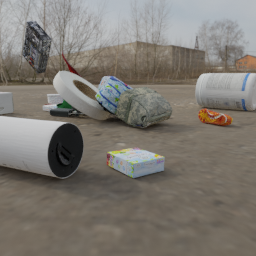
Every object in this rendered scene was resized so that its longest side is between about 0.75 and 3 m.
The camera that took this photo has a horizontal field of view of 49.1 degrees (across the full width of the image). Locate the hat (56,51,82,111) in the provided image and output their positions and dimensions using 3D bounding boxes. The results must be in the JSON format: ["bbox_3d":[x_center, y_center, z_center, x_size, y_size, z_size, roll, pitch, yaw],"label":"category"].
[{"bbox_3d":[-1.944,-2.016,11.960,2.748,2.419,2.276,8,12,7],"label":"hat"}]

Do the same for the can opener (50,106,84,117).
[{"bbox_3d":[-2.276,-0.680,10.808,1.697,0.564,0.447,0,11,28],"label":"can opener"}]

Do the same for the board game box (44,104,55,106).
[{"bbox_3d":[-3.473,-1.120,14.106,1.412,0.137,0.727,7,14,34],"label":"board game box"}]

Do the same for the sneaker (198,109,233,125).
[{"bbox_3d":[2.839,-0.309,9.246,0.507,0.480,1.314,12,10,-32],"label":"sneaker"}]

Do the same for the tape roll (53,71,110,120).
[{"bbox_3d":[-1.588,-1.200,10.130,2.347,0.429,2.347,36,18,-13],"label":"tape roll"}]

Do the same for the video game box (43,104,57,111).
[{"bbox_3d":[-3.113,-0.897,12.597,0.955,0.245,1.048,9,14,38],"label":"video game box"}]

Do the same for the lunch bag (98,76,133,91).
[{"bbox_3d":[-0.268,-1.479,12.405,2.027,0.956,2.530,28,4,-17],"label":"lunch bag"}]

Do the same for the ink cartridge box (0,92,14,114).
[{"bbox_3d":[-6.066,-1.033,11.549,2.116,0.895,1.529,5,11,21],"label":"ink cartridge box"}]

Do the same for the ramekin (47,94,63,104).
[{"bbox_3d":[-3.675,-1.497,14.466,0.975,0.475,0.975,1,9,0],"label":"ramekin"}]

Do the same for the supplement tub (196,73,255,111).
[{"bbox_3d":[4.707,-1.736,13.206,2.568,1.694,1.694,10,14,37],"label":"supplement tub"}]

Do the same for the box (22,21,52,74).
[{"bbox_3d":[-3.506,-3.074,10.716,0.385,1.549,1.222,-23,62,-42],"label":"box"}]

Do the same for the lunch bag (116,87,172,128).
[{"bbox_3d":[0.545,-0.587,8.822,1.263,1.050,1.506,29,28,33],"label":"lunch bag"}]

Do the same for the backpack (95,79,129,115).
[{"bbox_3d":[-0.390,-1.004,9.623,1.389,1.310,1.703,48,30,15],"label":"backpack"}]

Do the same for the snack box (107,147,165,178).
[{"bbox_3d":[0.118,0.565,4.777,0.667,0.268,0.791,-7,14,-36],"label":"snack box"}]

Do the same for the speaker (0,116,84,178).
[{"bbox_3d":[-1.857,0.263,4.762,2.188,0.889,0.889,5,12,28],"label":"speaker"}]
